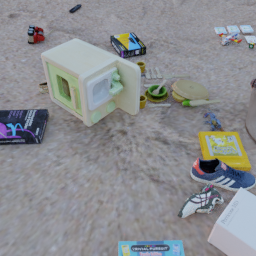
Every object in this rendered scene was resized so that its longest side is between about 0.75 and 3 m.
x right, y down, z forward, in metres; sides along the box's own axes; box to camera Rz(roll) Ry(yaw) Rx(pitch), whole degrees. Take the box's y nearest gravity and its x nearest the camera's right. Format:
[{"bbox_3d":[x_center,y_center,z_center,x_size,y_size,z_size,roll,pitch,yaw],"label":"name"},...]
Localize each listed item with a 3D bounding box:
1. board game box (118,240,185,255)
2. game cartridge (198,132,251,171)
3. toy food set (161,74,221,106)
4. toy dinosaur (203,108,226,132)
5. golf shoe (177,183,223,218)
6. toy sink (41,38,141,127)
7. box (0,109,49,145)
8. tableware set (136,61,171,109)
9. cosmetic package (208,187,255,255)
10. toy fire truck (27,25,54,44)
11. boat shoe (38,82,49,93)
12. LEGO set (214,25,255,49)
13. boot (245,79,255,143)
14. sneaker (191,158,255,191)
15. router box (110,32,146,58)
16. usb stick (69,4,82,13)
[{"bbox_3d":[0.390,2.616,5.284,1.125,1.490,0.350,0,43,-2],"label":"board game box"},{"bbox_3d":[2.832,0.658,8.329,1.251,0.230,1.419,0,42,0],"label":"game cartridge"},{"bbox_3d":[2.242,-1.307,10.342,1.500,0.436,2.173,-6,40,-24],"label":"toy food set"},{"bbox_3d":[2.818,-0.192,9.282,0.959,0.504,0.871,37,30,-13],"label":"toy dinosaur"},{"bbox_3d":[1.784,1.865,6.854,1.288,0.497,0.567,-28,56,-26],"label":"golf shoe"},{"bbox_3d":[-1.255,-1.392,9.291,2.973,1.938,1.666,31,51,28],"label":"toy sink"},{"bbox_3d":[-3.634,-0.061,9.017,1.934,0.349,1.383,-1,43,-3],"label":"box"},{"bbox_3d":[0.513,-1.761,10.787,1.919,0.437,2.848,-3,43,-3],"label":"tableware set"},{"bbox_3d":[3.018,2.473,5.828,2.281,0.968,1.228,31,53,27],"label":"cosmetic package"},{"bbox_3d":[-4.259,-4.625,13.735,1.194,0.768,1.051,3,41,-13],"label":"toy fire truck"},{"bbox_3d":[-2.889,-1.693,10.758,1.131,0.365,0.403,-29,50,-28],"label":"boat shoe"},{"bbox_3d":[5.417,-4.662,13.834,1.846,0.606,2.471,0,43,5],"label":"LEGO set"},{"bbox_3d":[4.284,-0.765,8.740,0.837,1.742,2.383,4,43,4],"label":"boot"},{"bbox_3d":[2.556,1.172,7.411,1.701,0.719,0.638,7,43,7],"label":"sneaker"},{"bbox_3d":[-0.012,-3.873,13.065,1.221,0.418,1.637,-15,45,-15],"label":"router box"},{"bbox_3d":[-3.155,-7.175,16.811,0.315,0.185,1.138,11,44,19],"label":"usb stick"}]
